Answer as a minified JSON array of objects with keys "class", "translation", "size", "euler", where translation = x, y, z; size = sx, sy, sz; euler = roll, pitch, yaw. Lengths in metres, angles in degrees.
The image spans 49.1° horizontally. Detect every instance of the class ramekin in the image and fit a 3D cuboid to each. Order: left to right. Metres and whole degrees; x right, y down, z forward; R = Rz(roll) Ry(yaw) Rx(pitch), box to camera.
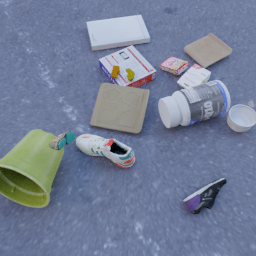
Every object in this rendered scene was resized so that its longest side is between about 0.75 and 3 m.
[{"class":"ramekin","translation":[4.472,-0.341,11.116],"size":[1.085,0.570,1.085],"euler":[0,57,0]}]

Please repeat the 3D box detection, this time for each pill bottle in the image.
[{"class":"pill bottle","translation":[2.551,-0.902,10.982],"size":[2.486,1.414,1.414],"euler":[-17,59,-10]}]

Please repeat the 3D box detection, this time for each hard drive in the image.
[{"class":"hard drive","translation":[-0.530,-4.856,14.165],"size":[2.895,0.386,1.910],"euler":[-11,58,-6]}]

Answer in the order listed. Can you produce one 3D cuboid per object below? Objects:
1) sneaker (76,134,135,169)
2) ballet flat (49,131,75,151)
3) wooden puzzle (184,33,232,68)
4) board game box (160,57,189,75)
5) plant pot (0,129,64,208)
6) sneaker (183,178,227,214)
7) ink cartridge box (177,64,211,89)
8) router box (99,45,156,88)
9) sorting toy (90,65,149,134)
[{"class":"sneaker","translation":[-0.828,0.622,10.161],"size":[2.380,1.113,0.838],"euler":[22,60,13]},{"class":"ballet flat","translation":[-1.923,0.332,8.128],"size":[0.389,1.191,0.420],"euler":[4,101,12]},{"class":"wooden puzzle","translation":[3.811,-3.659,13.408],"size":[1.712,0.396,1.586],"euler":[-32,62,-14]},{"class":"board game box","translation":[2.119,-2.850,12.779],"size":[1.052,0.244,0.797],"euler":[29,60,37]},{"class":"plant pot","translation":[-3.196,1.208,9.401],"size":[2.177,2.177,2.001],"euler":[13,46,8]},{"class":"sneaker","translation":[2.717,2.320,9.454],"size":[1.646,0.623,0.721],"euler":[-28,71,-9]},{"class":"ink cartridge box","translation":[2.849,-2.078,12.285],"size":[0.860,0.498,1.476],"euler":[37,63,20]},{"class":"router box","translation":[-0.037,-2.679,12.672],"size":[1.824,0.496,2.032],"euler":[-27,61,-16]},{"class":"sorting toy","translation":[-0.225,-1.217,11.567],"size":[2.131,0.383,2.861],"euler":[9,69,10]}]
